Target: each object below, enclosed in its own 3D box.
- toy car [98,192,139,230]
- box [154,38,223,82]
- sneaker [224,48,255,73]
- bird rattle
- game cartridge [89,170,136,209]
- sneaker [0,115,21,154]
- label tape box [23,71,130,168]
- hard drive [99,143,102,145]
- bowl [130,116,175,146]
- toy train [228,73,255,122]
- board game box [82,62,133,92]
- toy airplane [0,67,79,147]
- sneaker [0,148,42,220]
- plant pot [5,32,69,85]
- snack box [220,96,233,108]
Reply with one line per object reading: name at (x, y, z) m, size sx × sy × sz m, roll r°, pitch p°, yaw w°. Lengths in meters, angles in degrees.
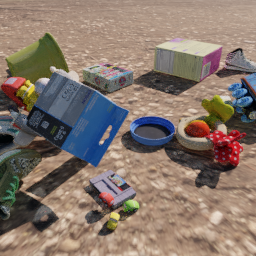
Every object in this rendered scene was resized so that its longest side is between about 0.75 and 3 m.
toy car at (-0.147, 1.732, 6.177) m, size 0.853 × 0.202 × 0.907 m, roll -4°, pitch 46°, yaw -21°
box at (2.911, -3.404, 13.690) m, size 2.526 × 1.221 × 2.222 m, roll 22°, pitch 38°, yaw 30°
sneaker at (5.746, -3.359, 13.786) m, size 1.813 × 1.043 × 0.684 m, roll 10°, pitch 33°, yaw 16°
bird rattle at (2.388, 0.201, 8.366) m, size 1.859 × 1.284 × 2.280 m, roll -5°, pitch 43°, yaw 13°
game cartridge at (-0.377, 1.444, 6.812) m, size 0.691 × 0.205 × 1.066 m, roll -26°, pitch 40°, yaw -29°
sneaker at (-4.281, 0.358, 7.779) m, size 2.801 × 0.986 × 1.310 m, roll -9°, pitch 27°, yaw -20°
label tape box at (-1.306, -0.266, 6.848) m, size 2.224 × 0.735 × 1.594 m, roll 27°, pitch 84°, yaw 32°
hard drive at (-1.191, 0.432, 7.606) m, size 0.706 × 1.012 × 0.166 m, roll -14°, pitch 66°, yaw 9°
bowl at (0.776, 0.081, 8.924) m, size 1.433 × 0.281 × 1.433 m, roll 0°, pitch 32°, yaw 0°
toy train at (4.396, -1.082, 9.867) m, size 1.297 × 0.984 × 2.270 m, roll -21°, pitch 28°, yaw 16°
board game box at (-0.903, -2.312, 12.518) m, size 1.404 × 0.612 × 1.904 m, roll -28°, pitch 42°, yaw -37°
toy airplane at (-2.393, -0.726, 8.401) m, size 2.438 × 1.728 × 2.449 m, roll -11°, pitch 61°, yaw -24°
sneaker at (-2.854, 1.512, 6.197) m, size 1.212 × 1.052 × 2.735 m, roll 34°, pitch 46°, yaw 17°
plant pot at (-3.881, -2.614, 11.849) m, size 2.049 × 2.229 × 2.229 m, roll -29°, pitch 40°, yaw -20°
snack box at (3.764, -1.019, 10.843) m, size 0.442 × 0.141 × 0.761 m, roll 3°, pitch 32°, yaw 4°
